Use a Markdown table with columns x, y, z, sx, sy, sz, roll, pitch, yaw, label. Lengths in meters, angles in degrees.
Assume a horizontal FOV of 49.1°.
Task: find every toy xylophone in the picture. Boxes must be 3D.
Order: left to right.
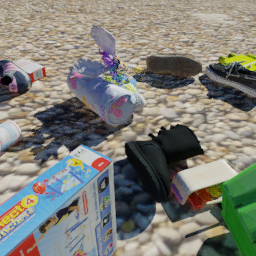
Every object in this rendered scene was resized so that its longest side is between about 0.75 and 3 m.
| x | y | z | sx | sy | sz | roll | pitch | yaw | label |
| --- | --- | --- | --- | --- | --- | --- | --- | --- | --- |
| 2.071 | 1.444 | 7.076 | 1.880 | 0.472 | 1.377 | -8 | 38 | -10 | toy xylophone |

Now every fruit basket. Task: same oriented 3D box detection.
| x | y | z | sx | sy | sz | roll | pitch | yaw | label |
| --- | --- | --- | --- | --- | --- | --- | --- | --- | --- |
| 3.617 | 1.948 | 5.083 | 3.233 | 2.332 | 3.233 | -10 | 46 | 10 | fruit basket |

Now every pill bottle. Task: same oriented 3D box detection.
| x | y | z | sx | sy | sz | roll | pitch | yaw | label |
| --- | --- | --- | --- | --- | --- | --- | --- | --- | --- |
| -3.815 | 0.343 | 8.200 | 0.705 | 0.705 | 1.296 | 15 | 31 | 19 | pill bottle |

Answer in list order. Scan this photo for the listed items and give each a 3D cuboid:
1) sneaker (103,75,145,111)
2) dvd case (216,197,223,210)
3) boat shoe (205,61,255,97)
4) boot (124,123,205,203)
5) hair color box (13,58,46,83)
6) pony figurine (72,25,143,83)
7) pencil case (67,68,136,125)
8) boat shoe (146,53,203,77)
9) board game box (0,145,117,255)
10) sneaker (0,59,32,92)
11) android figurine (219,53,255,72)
| x | y | z | sx | sy | sz | roll | pitch | yaw | label |
| --- | --- | --- | --- | --- | --- | --- | --- | --- | --- |
| 0.042 | -1.516 | 10.606 | 1.313 | 0.946 | 2.499 | -26 | 43 | -31 | sneaker |
| 3.541 | 1.831 | 6.792 | 2.303 | 0.202 | 1.643 | -21 | 42 | -26 | dvd case |
| 4.459 | -2.252 | 11.539 | 1.059 | 0.980 | 2.869 | -21 | 42 | -26 | boat shoe |
| 1.147 | 0.809 | 7.594 | 1.946 | 0.879 | 2.374 | -15 | 34 | -15 | boot |
| -4.474 | -2.542 | 12.338 | 1.548 | 0.495 | 0.859 | 24 | 43 | 26 | hair color box |
| -0.618 | -2.371 | 9.901 | 2.035 | 1.755 | 2.108 | 30 | 12 | 14 | pony figurine |
| -0.995 | -1.247 | 9.996 | 1.321 | 1.211 | 2.913 | -39 | 49 | -13 | pencil case |
| 2.101 | -2.972 | 12.552 | 2.531 | 0.943 | 0.928 | 14 | 39 | 16 | boat shoe |
| -1.259 | 2.016 | 4.570 | 0.727 | 2.602 | 2.548 | 24 | 42 | 29 | board game box |
| -5.015 | -2.192 | 11.571 | 2.411 | 0.846 | 0.989 | 28 | 42 | 34 | sneaker |
| 5.318 | -2.923 | 12.902 | 1.960 | 0.442 | 2.153 | -20 | 40 | -25 | android figurine |
